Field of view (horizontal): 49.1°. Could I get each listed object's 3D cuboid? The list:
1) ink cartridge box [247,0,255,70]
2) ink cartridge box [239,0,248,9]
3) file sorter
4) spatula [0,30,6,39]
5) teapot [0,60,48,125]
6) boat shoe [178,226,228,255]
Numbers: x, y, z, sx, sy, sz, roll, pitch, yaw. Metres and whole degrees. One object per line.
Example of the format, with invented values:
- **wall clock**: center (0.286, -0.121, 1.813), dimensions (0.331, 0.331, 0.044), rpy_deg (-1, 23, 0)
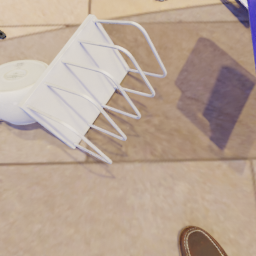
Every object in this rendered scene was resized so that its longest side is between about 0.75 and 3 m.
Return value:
- **ink cartridge box**: center (2.702, -1.821, 5.184), dimensions (0.591, 2.700, 2.725), rpy_deg (3, 49, 35)
- **ink cartridge box**: center (4.133, -4.831, 9.003), dimensions (2.608, 0.566, 2.584), rpy_deg (-32, 75, -11)
- **file sorter**: center (-0.627, -0.909, 6.738), dimensions (1.788, 1.993, 2.872), rpy_deg (20, 71, 38)
- **spatula**: center (-4.747, -3.355, 8.736), dimensions (2.245, 0.231, 0.635), rpy_deg (30, 77, 8)
- **teapot**: center (-2.766, -0.759, 7.341), dimensions (2.018, 1.474, 1.992), rpy_deg (25, 47, 29)
- **boat shoe**: center (2.115, 3.579, 6.165), dimensions (1.039, 1.038, 2.952), rpy_deg (-26, 73, -10)
